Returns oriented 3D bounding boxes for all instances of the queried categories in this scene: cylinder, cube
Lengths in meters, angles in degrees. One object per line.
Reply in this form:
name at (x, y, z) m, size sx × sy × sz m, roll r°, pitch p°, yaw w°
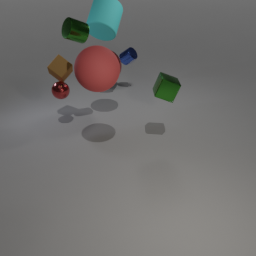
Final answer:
cylinder at (-1.055, -4.894, 12.543) m, size 1.400 × 1.400 × 1.400 m, roll 13°, pitch -13°, yaw 3°
cube at (1.331, -1.412, 9.716) m, size 0.700 × 0.700 × 0.700 m, roll 18°, pitch 29°, yaw -12°
cylinder at (0.020, -3.754, 14.656) m, size 0.700 × 0.700 × 0.700 m, roll -22°, pitch 11°, yaw 41°
cube at (-2.676, -2.337, 11.100) m, size 0.700 × 0.700 × 0.700 m, roll 37°, pitch 77°, yaw -3°
cylinder at (-1.777, -3.291, 9.468) m, size 0.700 × 0.700 × 0.700 m, roll 4°, pitch 21°, yaw -40°

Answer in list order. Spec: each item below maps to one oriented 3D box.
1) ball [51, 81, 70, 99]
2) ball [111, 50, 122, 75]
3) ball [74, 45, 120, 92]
ball at (-2.632, -1.473, 10.944) m, size 0.700 × 0.700 × 0.700 m, roll 0°, pitch 29°, yaw 0°
ball at (-0.964, -2.592, 11.754) m, size 1.400 × 1.400 × 1.400 m, roll 0°, pitch 29°, yaw 0°
ball at (-0.945, -1.807, 8.599) m, size 1.400 × 1.400 × 1.400 m, roll 0°, pitch 29°, yaw 0°
